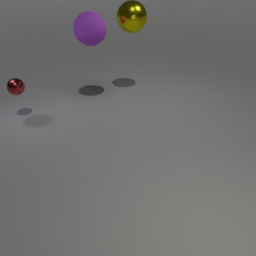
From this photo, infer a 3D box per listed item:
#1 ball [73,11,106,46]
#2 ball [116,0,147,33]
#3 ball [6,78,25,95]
[{"bbox_3d":[-1.617,-4.215,11.912,1.400,1.400,1.400,0,29,0],"label":"ball"},{"bbox_3d":[0.172,-5.021,12.671,1.400,1.400,1.400,0,29,0],"label":"ball"},{"bbox_3d":[-4.578,-1.681,11.428,0.700,0.700,0.700,0,29,0],"label":"ball"}]
